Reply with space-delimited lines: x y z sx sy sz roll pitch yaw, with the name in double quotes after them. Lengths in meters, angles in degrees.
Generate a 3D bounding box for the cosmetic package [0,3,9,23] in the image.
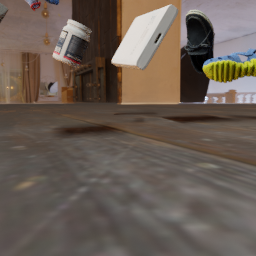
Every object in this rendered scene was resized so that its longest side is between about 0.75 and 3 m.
-2.843 -1.862 5.006 0.890 1.054 1.973 34 -2 -27 "cosmetic package"

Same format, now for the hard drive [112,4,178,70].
0.358 -2.601 8.309 0.357 1.766 2.677 29 4 -22 "hard drive"

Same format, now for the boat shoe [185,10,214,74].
2.397 -2.799 9.372 0.883 0.737 2.368 11 -32 31 "boat shoe"

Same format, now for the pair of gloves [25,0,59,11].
-2.712 -3.762 7.206 0.248 1.750 2.177 -41 14 27 "pair of gloves"

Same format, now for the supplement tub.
-2.228 -3.365 11.281 1.138 1.622 1.138 24 8 -4 "supplement tub"

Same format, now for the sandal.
3.453 -2.056 9.018 2.176 0.865 0.947 -5 49 -5 "sandal"
